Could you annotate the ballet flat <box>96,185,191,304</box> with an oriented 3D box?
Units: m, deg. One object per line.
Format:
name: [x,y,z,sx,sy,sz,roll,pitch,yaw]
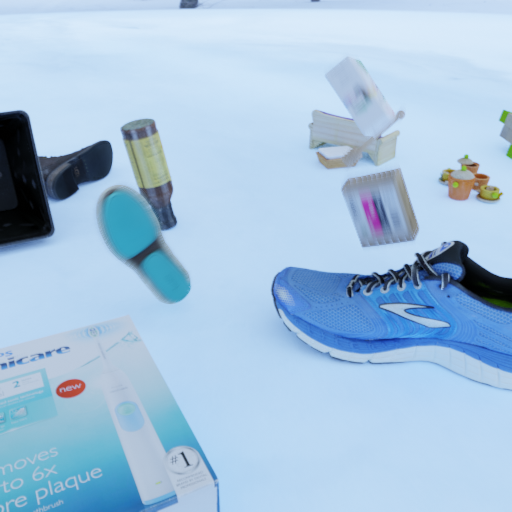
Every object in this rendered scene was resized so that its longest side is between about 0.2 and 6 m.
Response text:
ballet flat: [-1.457,-0.154,6.951,0.694,1.999,0.694,-12,43,12]

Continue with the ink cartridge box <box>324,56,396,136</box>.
ink cartridge box: [1.951,-2.917,10.302,0.558,1.328,0.962,-34,-3,27]

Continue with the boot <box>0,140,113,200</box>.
boot: [-4.319,-1.931,11.583,2.014,0.801,2.313,12,34,20]

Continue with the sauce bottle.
sauce bottle: [-1.737,-1.321,9.362,0.608,1.878,0.608,-7,31,4]

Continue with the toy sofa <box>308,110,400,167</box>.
toy sofa: [2.251,-2.855,13.063,2.027,0.989,0.840,22,36,36]

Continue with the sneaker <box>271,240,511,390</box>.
sneaker: [1.862,0.427,6.601,3.408,1.519,1.339,7,30,13]

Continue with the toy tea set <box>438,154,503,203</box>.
toy tea set: [4.245,-1.655,11.233,1.039,0.647,1.748,1,29,2]

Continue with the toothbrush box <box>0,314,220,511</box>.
toothbrush box: [-1.546,1.703,4.808,1.753,1.021,2.394,-13,30,-23]

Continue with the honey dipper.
honey dipper: [1.904,-1.891,9.031,1.211,0.230,0.230,-39,18,24]

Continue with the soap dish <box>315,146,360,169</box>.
soap dish: [1.820,-2.200,12.545,0.820,0.333,0.645,-9,30,-14]

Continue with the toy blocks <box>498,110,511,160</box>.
toy blocks: [6.737,-2.611,12.759,1.557,1.138,2.277,7,29,-11]

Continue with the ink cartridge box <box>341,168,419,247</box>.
ink cartridge box: [1.514,-0.568,6.820,0.705,0.855,0.321,-10,27,33]

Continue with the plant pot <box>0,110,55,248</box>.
plant pot: [-4.699,-1.208,9.249,2.038,2.033,1.808,-15,17,-25]
